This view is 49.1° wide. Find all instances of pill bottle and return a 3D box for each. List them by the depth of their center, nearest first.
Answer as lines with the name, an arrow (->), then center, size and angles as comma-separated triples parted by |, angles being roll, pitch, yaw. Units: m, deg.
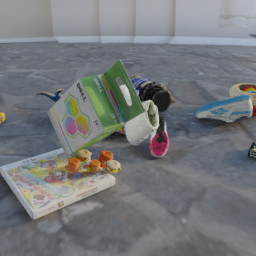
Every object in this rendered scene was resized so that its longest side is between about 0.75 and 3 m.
pill bottle -> 0.899, -1.515, 12.749 | 1.335, 1.335, 2.387 | -11, 25, -24

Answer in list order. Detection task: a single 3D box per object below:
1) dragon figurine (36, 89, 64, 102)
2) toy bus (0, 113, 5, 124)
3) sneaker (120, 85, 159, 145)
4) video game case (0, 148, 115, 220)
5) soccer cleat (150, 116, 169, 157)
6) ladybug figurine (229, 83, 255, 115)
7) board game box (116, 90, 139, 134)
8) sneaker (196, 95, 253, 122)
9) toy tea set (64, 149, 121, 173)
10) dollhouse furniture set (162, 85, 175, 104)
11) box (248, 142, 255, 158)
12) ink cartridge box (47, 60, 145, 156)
dragon figurine -> -2.614, -1.012, 11.782 | 2.431, 1.209, 0.716 | -3, 13, -12
toy bus -> -5.236, -0.299, 11.157 | 0.289, 0.347, 0.887 | 1, 23, 2
sneaker -> 0.371, -0.710, 9.268 | 0.831, 1.304, 2.256 | 3, 60, -39
video game case -> -1.938, 1.276, 7.525 | 2.220, 0.279, 2.440 | -17, 28, -35
soccer cleat -> 1.041, 0.370, 9.336 | 0.600, 0.741, 1.717 | 4, 49, 3
ladybug figurine -> 5.552, -1.301, 12.679 | 1.861, 0.986, 2.742 | 5, 24, 12
board game box -> -0.586, -0.616, 10.903 | 2.365, 0.729, 2.364 | -3, 34, -6
sneaker -> 3.899, -0.645, 11.445 | 2.223, 0.898, 0.851 | -12, 19, 25
toy tea set -> -0.981, 1.026, 7.650 | 1.501, 0.556, 0.893 | 5, 28, -19
dollhouse furniture set -> 1.833, -1.510, 13.842 | 0.626, 0.733, 1.415 | -38, 20, 12
box -> 4.349, 0.777, 8.787 | 0.981, 0.226, 0.780 | 14, 27, 30
ink cartridge box -> -1.001, -0.426, 7.528 | 0.848, 1.484, 2.859 | -19, -8, -44
